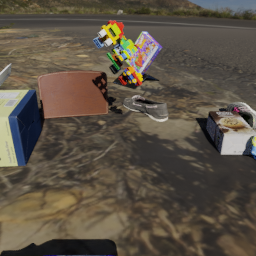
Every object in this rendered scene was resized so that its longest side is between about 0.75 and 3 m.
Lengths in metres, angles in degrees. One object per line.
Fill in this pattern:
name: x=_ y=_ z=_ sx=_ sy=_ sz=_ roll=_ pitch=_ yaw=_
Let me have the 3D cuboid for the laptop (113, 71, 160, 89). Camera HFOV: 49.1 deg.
laptop: x=0.517 y=-2.910 z=17.470 sx=1.900 sy=1.107 sz=2.144 roll=21 pitch=59 yaw=38

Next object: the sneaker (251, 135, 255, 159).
sneaker: x=4.629 y=0.798 z=9.395 sx=1.565 sy=0.822 sz=0.593 roll=21 pitch=1 yaw=-25

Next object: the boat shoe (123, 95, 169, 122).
boat shoe: x=0.802 y=-1.121 z=12.963 sx=0.941 sy=0.802 sz=2.815 roll=-20 pitch=32 yaw=-35

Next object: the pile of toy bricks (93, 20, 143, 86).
pile of toy bricks: x=-0.111 y=-2.278 z=8.459 sx=0.976 sy=1.977 sz=1.097 roll=-43 pitch=22 yaw=-16

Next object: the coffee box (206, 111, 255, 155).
coffee box: x=3.754 y=0.125 z=10.373 sx=1.158 sy=0.818 sz=2.049 roll=0 pitch=26 yaw=-1

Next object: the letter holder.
letter holder: x=-2.461 y=-1.737 z=12.762 sx=2.942 sy=2.091 sz=1.480 roll=-5 pitch=26 yaw=-9

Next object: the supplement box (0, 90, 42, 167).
supplement box: x=-4.677 y=-0.080 z=9.680 sx=2.640 sy=1.774 sz=2.642 roll=-2 pitch=26 yaw=-3

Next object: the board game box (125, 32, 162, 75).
board game box: x=0.777 y=-3.887 z=14.702 sx=1.259 sy=1.873 sz=0.419 roll=49 pitch=39 yaw=16

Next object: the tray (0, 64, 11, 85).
tray: x=-4.436 y=-1.914 z=10.027 sx=0.104 sy=0.504 sz=0.939 roll=20 pitch=38 yaw=-8

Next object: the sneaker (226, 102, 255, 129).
sneaker: x=4.767 y=-0.538 z=11.813 sx=0.889 sy=0.750 sz=2.033 roll=-4 pitch=30 yaw=-23
